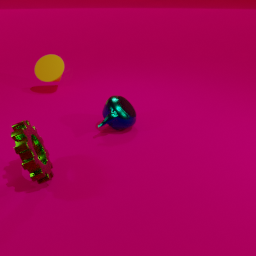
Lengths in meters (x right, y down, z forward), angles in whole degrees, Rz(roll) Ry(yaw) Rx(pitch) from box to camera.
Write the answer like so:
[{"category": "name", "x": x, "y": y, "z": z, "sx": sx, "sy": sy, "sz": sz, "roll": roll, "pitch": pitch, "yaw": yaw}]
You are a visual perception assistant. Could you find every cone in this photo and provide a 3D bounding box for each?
[{"category": "cone", "x": -3.247, "y": -2.345, "z": 12.375, "sx": 1.277, "sy": 1.277, "sz": 1.282, "roll": 3, "pitch": -16, "yaw": 7}]

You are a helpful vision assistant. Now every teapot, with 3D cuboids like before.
[{"category": "teapot", "x": -0.347, "y": -0.397, "z": 8.670, "sx": 1.140, "sy": 0.897, "sz": 1.833, "roll": 52, "pitch": 25, "yaw": 2}]

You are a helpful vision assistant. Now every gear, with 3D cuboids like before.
[{"category": "gear", "x": -2.080, "y": 0.524, "z": 6.179, "sx": 0.262, "sy": 1.417, "sz": 1.417, "roll": -23, "pitch": 29, "yaw": -3}]
